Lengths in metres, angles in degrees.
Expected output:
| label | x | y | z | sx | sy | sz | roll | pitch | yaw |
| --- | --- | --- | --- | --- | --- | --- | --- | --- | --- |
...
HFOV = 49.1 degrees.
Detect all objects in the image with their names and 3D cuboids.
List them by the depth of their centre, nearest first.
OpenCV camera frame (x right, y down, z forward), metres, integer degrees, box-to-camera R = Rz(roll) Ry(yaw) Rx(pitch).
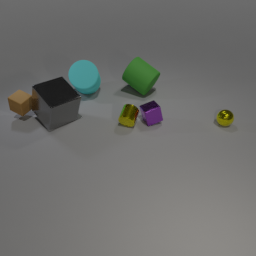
| label | x | y | z | sx | sy | sz | roll | pitch | yaw |
| --- | --- | --- | --- | --- | --- | --- | --- | --- | --- |
| cube | -2.955 | -1.003 | 11.463 | 1.400 | 1.400 | 1.400 | -27 | 63 | -37 |
| cylinder | 0.033 | -0.513 | 11.509 | 0.700 | 0.700 | 0.700 | 11 | 61 | 18 |
| ball | 4.016 | -0.418 | 11.571 | 0.700 | 0.700 | 0.700 | 0 | 32 | 0 |
| cube | 0.973 | -0.626 | 11.752 | 0.700 | 0.700 | 0.700 | -22 | 33 | -8 |
| cube | -4.505 | -1.057 | 11.787 | 0.700 | 0.700 | 0.700 | 25 | 46 | 13 |
| cylinder | -2.081 | -2.444 | 13.680 | 1.400 | 1.400 | 1.400 | 0 | -3 | -1 |
| cylinder | 0.655 | -2.592 | 13.995 | 1.400 | 1.400 | 1.400 | 38 | 41 | 7 |
